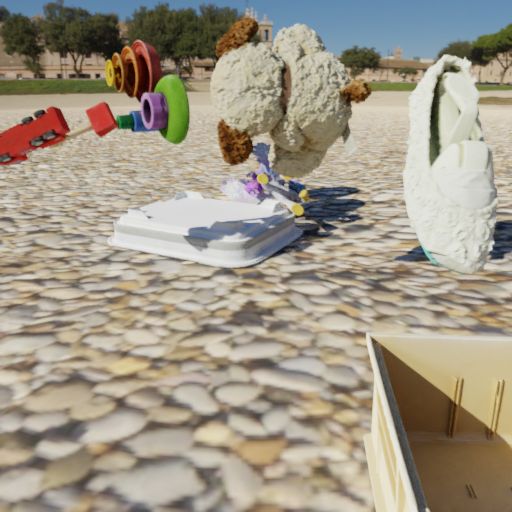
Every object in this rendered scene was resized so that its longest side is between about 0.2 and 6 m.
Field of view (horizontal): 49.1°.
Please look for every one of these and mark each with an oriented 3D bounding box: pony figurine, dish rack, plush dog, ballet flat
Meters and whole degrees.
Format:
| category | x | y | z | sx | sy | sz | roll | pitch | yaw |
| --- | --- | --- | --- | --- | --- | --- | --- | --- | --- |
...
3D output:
| category | x | y | z | sx | sy | sz | roll | pitch | yaw |
| --- | --- | --- | --- | --- | --- | --- | --- | --- | --- |
| pony figurine | 0.338 | -1.546 | 12.505 | 1.875 | 1.617 | 1.942 | 41 | -4 | -5 |
| dish rack | -1.031 | -0.708 | 11.677 | 3.459 | 0.753 | 2.969 | 9 | 22 | 27 |
| plush dog | 0.295 | -2.130 | 7.493 | 1.889 | 2.199 | 1.764 | -3 | 10 | -22 |
| ballet flat | 1.979 | -1.084 | 5.699 | 0.923 | 0.923 | 2.572 | 1 | 57 | 4 |

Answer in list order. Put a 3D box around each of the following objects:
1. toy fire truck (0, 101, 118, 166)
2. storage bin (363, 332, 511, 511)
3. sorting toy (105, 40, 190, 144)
| category | x | y | z | sx | sy | sz | roll | pitch | yaw |
| --- | --- | --- | --- | --- | --- | --- | --- | --- | --- |
| toy fire truck | -2.991 | -1.796 | 8.255 | 1.639 | 0.400 | 1.156 | -24 | 1 | 9 |
| storage bin | 2.162 | 1.654 | 4.178 | 2.459 | 1.152 | 2.441 | 2 | 19 | 4 |
| sorting toy | -2.356 | -3.194 | 11.342 | 1.089 | 1.595 | 2.654 | -12 | 51 | -29 |
